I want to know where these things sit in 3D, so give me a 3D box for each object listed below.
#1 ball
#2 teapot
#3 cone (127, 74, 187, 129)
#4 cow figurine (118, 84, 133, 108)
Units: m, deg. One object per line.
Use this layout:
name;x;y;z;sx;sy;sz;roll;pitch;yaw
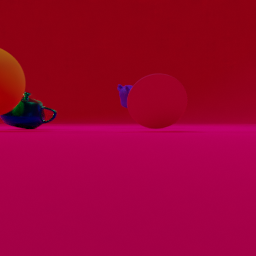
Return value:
ball;-2.262;-0.748;4.518;1.139;1.139;1.139;0;1;0
teapot;-2.291;-0.422;6.027;1.517;0.743;0.943;14;8;-4
cone;0.425;-0.577;4.443;0.875;0.875;0.878;0;29;0
cow figurine;0.373;-0.930;7.197;0.693;1.262;1.242;18;-23;48
